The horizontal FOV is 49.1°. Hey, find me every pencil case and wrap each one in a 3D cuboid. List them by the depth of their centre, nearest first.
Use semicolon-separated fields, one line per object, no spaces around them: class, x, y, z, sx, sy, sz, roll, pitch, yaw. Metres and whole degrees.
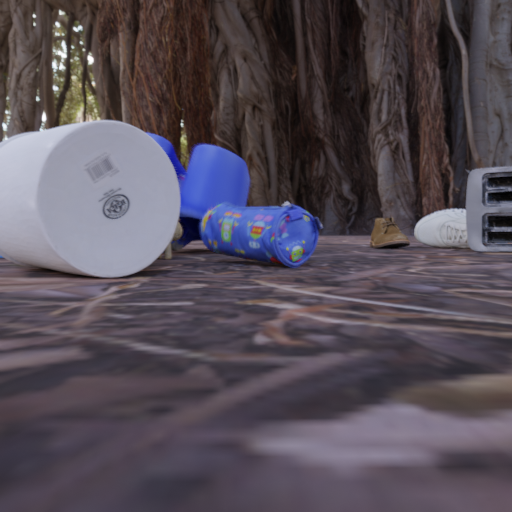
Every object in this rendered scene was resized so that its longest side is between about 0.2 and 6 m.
pencil case;0.001;-0.338;7.715;0.750;0.835;1.923;-6;9;-37

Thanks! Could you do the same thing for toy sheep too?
toy sheep;-1.837;-0.403;8.985;1.438;0.991;0.991;-2;3;-39

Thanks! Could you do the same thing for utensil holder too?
utensil holder;-2.002;-0.599;6.197;1.674;1.674;1.970;-2;6;-41

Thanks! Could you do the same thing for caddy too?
caddy;-1.553;-1.083;11.820;2.668;1.981;3.774;11;-6;4

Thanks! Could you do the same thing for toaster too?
toaster;5.546;-1.030;12.211;2.096;1.896;1.244;2;3;31

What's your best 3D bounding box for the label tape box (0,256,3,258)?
label tape box;-4.664;-0.202;10.027;1.005;0.464;1.403;-1;4;-24

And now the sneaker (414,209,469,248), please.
sneaker;5.400;-0.622;14.197;2.834;1.065;1.148;1;11;30

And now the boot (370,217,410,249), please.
boot;3.445;-0.604;14.732;0.829;0.850;2.252;2;4;-3
